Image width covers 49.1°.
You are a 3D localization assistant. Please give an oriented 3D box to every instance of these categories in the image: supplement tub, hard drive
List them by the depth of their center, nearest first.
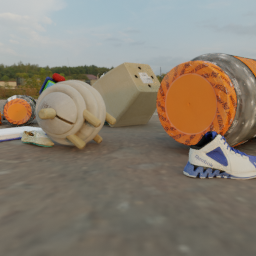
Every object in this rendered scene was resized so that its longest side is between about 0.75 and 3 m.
[{"bbox_3d":[2.060,-0.548,5.749,2.989,1.831,1.831,-8,10,-44],"label":"supplement tub"},{"bbox_3d":[-2.871,0.140,6.936,0.928,0.178,1.407,5,9,36],"label":"hard drive"},{"bbox_3d":[-3.629,-0.607,9.515,1.028,1.028,1.678,-2,7,-13],"label":"supplement tub"}]

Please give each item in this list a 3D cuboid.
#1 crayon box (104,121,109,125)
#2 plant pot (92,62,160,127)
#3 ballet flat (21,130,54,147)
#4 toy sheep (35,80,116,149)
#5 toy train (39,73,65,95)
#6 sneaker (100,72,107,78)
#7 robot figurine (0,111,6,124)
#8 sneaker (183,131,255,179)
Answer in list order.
[{"bbox_3d":[-0.283,-0.484,10.401,1.402,0.561,2.208,4,8,29],"label":"crayon box"},{"bbox_3d":[0.121,-1.204,9.188,1.708,1.710,1.514,-6,-29,-42],"label":"plant pot"},{"bbox_3d":[-1.934,0.203,5.911,0.966,0.301,0.326,5,2,34],"label":"ballet flat"},{"bbox_3d":[-1.093,-0.283,5.569,1.440,1.440,2.088,2,0,12],"label":"toy sheep"},{"bbox_3d":[-1.803,-0.815,10.525,2.954,1.250,1.709,26,10,-23],"label":"toy train"},{"bbox_3d":[-0.784,-1.287,11.825,1.123,1.104,2.916,-36,-26,2],"label":"sneaker"},{"bbox_3d":[-4.836,-0.370,9.850,1.156,0.464,1.594,-1,7,-19],"label":"robot figurine"},{"bbox_3d":[1.274,0.335,3.714,1.048,0.605,0.424,0,8,-3],"label":"sneaker"}]
